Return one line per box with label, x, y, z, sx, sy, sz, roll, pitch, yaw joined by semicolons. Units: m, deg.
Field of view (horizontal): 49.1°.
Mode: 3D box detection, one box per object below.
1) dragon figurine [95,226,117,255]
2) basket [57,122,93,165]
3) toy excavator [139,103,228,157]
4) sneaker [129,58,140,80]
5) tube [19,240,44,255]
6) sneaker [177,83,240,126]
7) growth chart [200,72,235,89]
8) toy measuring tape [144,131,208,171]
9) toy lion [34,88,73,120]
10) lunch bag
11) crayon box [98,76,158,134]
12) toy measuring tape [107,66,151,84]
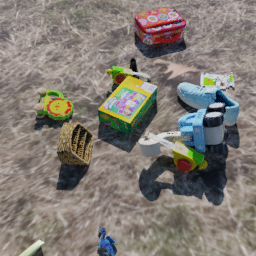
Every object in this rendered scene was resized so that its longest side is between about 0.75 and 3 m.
dragon figurine;-0.549;3.423;8.277;1.216;0.358;0.605;27;66;30
basket;-1.914;0.519;10.335;1.095;1.049;1.470;2;50;3
toy excavator;2.102;0.246;10.319;2.838;1.417;2.759;-4;22;26
sneaker;0.267;-2.732;13.337;0.462;0.657;1.236;-9;50;-8
tube;-2.915;3.667;8.115;0.303;0.271;1.044;31;51;25
sneaker;3.419;-1.358;11.814;2.958;1.212;1.093;34;57;25
growth chart;4.223;-2.219;13.252;1.662;0.147;1.203;1;51;2
toy measuring tape;1.647;0.908;10.038;2.448;0.901;0.901;24;53;6
toy lion;-3.137;-1.006;12.037;1.565;0.560;1.632;1;49;-9
lunch bag;1.813;-5.544;15.523;2.629;1.077;2.315;-18;57;-14
crayon box;0.036;-1.038;11.850;1.497;0.734;2.520;24;54;19
toy measuring tape;-0.013;-2.372;13.187;2.171;0.799;0.799;7;46;-24
